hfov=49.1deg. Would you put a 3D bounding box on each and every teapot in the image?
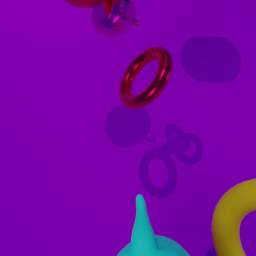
[{"bbox_3d":[0.306,1.781,3.381,1.192,0.938,1.917,-10,106,9],"label":"teapot"},{"bbox_3d":[-0.243,-2.046,5.052,1.374,0.673,0.854,39,113,44],"label":"teapot"}]

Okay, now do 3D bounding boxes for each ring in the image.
[{"bbox_3d":[0.266,-0.826,4.582,0.227,1.134,1.134,30,76,-34],"label":"ring"},{"bbox_3d":[2.085,1.706,3.825,0.416,2.079,2.079,-12,75,-39],"label":"ring"}]

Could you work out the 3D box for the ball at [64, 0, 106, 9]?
[{"bbox_3d":[-0.688,-2.399,4.339,1.017,1.017,1.017,0,78,0],"label":"ball"}]
